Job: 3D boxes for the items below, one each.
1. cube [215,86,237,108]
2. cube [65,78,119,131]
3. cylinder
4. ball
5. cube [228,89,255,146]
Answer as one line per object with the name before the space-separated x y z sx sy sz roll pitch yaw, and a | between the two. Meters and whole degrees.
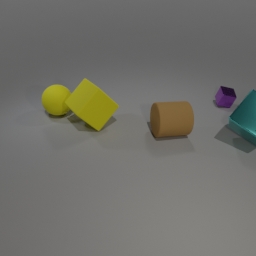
cube | 4.781 -1.526 13.734 0.700 0.700 0.700 11 45 -7
cube | -1.542 -0.995 11.911 1.400 1.400 1.400 -51 42 0
cylinder | 1.750 -0.368 11.378 1.400 1.400 1.400 -3 31 -12
ball | -3.242 -1.281 12.878 1.400 1.400 1.400 0 31 0
cube | 4.818 -0.342 10.599 1.400 1.400 1.400 40 91 23
